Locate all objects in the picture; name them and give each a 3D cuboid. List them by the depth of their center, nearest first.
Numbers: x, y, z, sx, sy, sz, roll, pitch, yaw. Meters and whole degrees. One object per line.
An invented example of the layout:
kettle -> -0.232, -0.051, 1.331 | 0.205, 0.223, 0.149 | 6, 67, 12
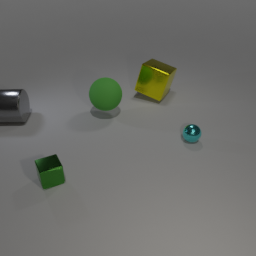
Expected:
cube -> -2.423, 1.357, 8.692 | 0.700, 0.700, 0.700 | -16, 37, -24
ball -> 2.413, 0.198, 10.560 | 0.700, 0.700, 0.700 | 0, 32, 0
cylinder -> -4.999, -0.914, 11.645 | 1.400, 1.400, 1.400 | -1, 32, -2
ball -> -0.941, -1.421, 11.796 | 1.400, 1.400, 1.400 | 0, 32, 0
cube -> 1.348, -2.366, 13.594 | 1.400, 1.400, 1.400 | 25, 31, 13
